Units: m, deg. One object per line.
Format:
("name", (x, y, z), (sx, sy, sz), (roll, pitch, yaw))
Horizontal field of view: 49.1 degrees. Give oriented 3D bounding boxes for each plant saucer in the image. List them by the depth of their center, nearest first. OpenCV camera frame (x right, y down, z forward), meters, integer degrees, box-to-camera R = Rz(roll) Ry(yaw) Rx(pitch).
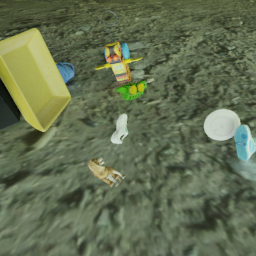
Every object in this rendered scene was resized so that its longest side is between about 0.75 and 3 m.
("plant saucer", (-2.777, -1.409, 8.129), (0.606, 2.499, 2.499), (-16, 25, 15))

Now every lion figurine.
("lion figurine", (-0.430, 0.880, 5.547), (0.604, 0.986, 0.357), (33, 80, 16))

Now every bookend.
("bookend", (-3.637, -0.648, 6.843), (1.086, 2.358, 2.343), (-22, 39, 1))

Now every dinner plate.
("dinner plate", (2.390, -0.056, 7.114), (0.887, 0.887, 0.108), (5, 27, 7))

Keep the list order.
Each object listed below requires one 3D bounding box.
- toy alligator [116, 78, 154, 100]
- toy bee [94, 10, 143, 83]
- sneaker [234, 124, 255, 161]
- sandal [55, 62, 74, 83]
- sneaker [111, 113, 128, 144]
("toy alligator", (0.311, -1.312, 9.674), (0.565, 0.517, 1.907), (9, 24, 41))
("toy bee", (-0.500, -2.387, 9.569), (1.641, 2.508, 1.363), (-26, 38, 26))
("sneaker", (2.901, 0.253, 6.788), (0.615, 0.943, 0.375), (-28, 31, -32))
("sandal", (-2.420, -2.025, 10.351), (0.902, 0.824, 2.072), (-3, 29, -12))
("sneaker", (-0.128, 0.027, 7.362), (0.371, 0.316, 0.839), (10, 76, 38))
